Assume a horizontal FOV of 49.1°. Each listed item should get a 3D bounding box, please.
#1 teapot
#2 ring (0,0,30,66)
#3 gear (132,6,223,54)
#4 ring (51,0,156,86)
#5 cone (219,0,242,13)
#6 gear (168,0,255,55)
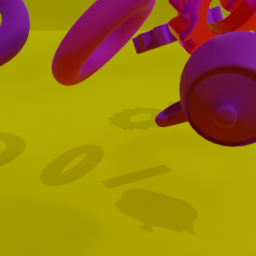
[{"bbox_3d":[1.046,-0.312,2.643,1.810,1.125,0.886,-16,21,36],"label":"teapot"},{"bbox_3d":[-2.531,-1.643,4.092,2.084,0.417,2.084,9,60,-15],"label":"ring"},{"bbox_3d":[1.115,-2.203,6.407,2.014,0.372,2.014,-18,12,4],"label":"gear"},{"bbox_3d":[-0.314,-1.228,3.750,1.755,0.351,1.755,-43,4,4],"label":"ring"},{"bbox_3d":[2.725,-3.427,6.516,1.049,1.049,1.053,5,-14,12],"label":"cone"},{"bbox_3d":[1.067,-1.364,2.949,1.333,1.333,0.246,-11,52,-26],"label":"gear"}]
